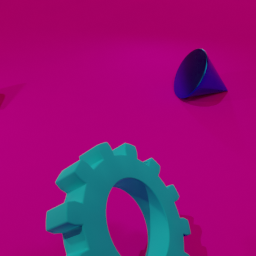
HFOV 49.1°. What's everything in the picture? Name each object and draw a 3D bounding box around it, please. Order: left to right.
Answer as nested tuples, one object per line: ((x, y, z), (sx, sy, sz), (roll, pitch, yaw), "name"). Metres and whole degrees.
((0.017, 1.172, 3.399), (0.374, 2.023, 2.023), (-32, 18, 35), "gear")
((2.455, -1.384, 8.482), (1.534, 1.528, 1.528), (18, 30, -22), "cone")
